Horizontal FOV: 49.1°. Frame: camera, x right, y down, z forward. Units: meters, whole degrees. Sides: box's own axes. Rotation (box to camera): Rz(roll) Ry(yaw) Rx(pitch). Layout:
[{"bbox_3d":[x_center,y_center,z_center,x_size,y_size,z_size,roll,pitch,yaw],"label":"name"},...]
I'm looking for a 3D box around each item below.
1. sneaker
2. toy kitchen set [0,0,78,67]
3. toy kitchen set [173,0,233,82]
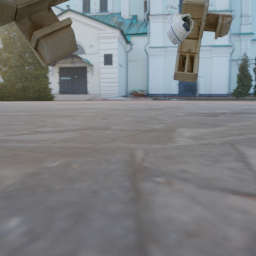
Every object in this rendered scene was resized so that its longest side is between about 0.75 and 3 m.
[{"bbox_3d":[1.309,-2.463,6.721,0.551,0.569,1.557,-28,28,29],"label":"sneaker"},{"bbox_3d":[-1.698,-2.622,5.243,2.688,2.193,2.425,-37,8,-28],"label":"toy kitchen set"},{"bbox_3d":[2.312,-2.648,8.554,1.549,1.713,1.898,7,-33,9],"label":"toy kitchen set"}]
